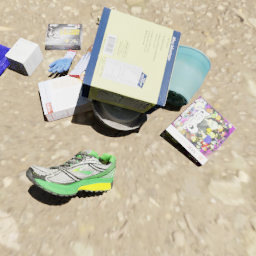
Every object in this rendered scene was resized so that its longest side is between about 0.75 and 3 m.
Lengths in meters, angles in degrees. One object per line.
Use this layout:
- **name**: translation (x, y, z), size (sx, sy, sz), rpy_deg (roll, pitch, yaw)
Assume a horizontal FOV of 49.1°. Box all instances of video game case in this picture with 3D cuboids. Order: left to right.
- **video game case**: translation (2.319, 0.072, 9.009), size (1.766, 0.316, 1.601), rpy_deg (-42, 81, -18)

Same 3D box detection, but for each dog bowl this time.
- **dog bowl**: translation (-0.225, -0.888, 9.095), size (2.109, 0.619, 2.109), rpy_deg (5, 74, -17)

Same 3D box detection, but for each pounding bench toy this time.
- **pounding bench toy**: translation (-0.720, -4.242, 11.033), size (0.838, 0.521, 0.654), rpy_deg (-27, 68, -12)

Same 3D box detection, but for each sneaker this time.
- **sneaker**: translation (-1.382, 1.039, 7.205), size (0.999, 2.560, 1.091), rpy_deg (19, 100, 43)

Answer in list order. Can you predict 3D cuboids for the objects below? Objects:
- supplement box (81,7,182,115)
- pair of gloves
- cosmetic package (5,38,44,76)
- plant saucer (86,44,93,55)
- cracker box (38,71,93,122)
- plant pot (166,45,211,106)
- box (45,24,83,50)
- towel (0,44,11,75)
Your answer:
- **supplement box**: translation (0.036, -1.809, 8.112), size (2.246, 1.509, 2.248), rpy_deg (15, 81, -9)
- **pair of gloves**: translation (-1.913, -2.328, 9.963), size (1.787, 0.204, 1.437), rpy_deg (11, 51, 24)
- **cosmetic package**: translation (-3.705, -2.550, 10.095), size (0.784, 0.779, 0.937), rpy_deg (23, 66, 11)
- **plant saucer**: translation (-0.885, -2.677, 10.462), size (1.373, 0.237, 1.373), rpy_deg (0, 64, 1)
- **cracker box**: translation (-1.931, -1.122, 9.543), size (1.959, 0.565, 1.312), rpy_deg (-15, 65, -8)
- **plant pot**: translation (1.734, -1.620, 9.284), size (1.613, 1.613, 1.516), rpy_deg (20, 73, 9)
- **box**: translation (-2.446, -3.516, 10.798), size (1.340, 0.324, 1.061), rpy_deg (1, 65, 1)
- **towel**: translation (-4.867, -2.505, 10.317), size (1.014, 0.340, 1.374), rpy_deg (24, 67, 10)
